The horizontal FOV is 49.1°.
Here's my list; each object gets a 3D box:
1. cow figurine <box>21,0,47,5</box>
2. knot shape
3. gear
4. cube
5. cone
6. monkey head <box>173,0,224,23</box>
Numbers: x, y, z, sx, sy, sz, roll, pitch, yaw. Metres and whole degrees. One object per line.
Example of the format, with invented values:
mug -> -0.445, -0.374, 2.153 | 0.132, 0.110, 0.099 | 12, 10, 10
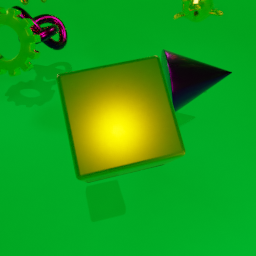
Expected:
cow figurine -> -2.719, -3.851, 7.330 | 1.117, 1.099, 0.613 | -14, 5, -16
knot shape -> -2.729, -3.157, 9.040 | 1.802, 0.890, 1.926 | -6, 42, -48
gear -> -3.256, -2.299, 7.551 | 1.757, 1.757, 0.325 | 6, 20, 7
cube -> -0.082, -0.021, 2.407 | 0.804, 0.804, 0.804 | -12, 79, -7
cone -> 1.705, -1.208, 6.711 | 1.575, 1.569, 1.569 | -8, 41, 3
monkey head -> 1.676, -2.880, 6.810 | 1.236, 0.745, 0.889 | 3, 51, 19
